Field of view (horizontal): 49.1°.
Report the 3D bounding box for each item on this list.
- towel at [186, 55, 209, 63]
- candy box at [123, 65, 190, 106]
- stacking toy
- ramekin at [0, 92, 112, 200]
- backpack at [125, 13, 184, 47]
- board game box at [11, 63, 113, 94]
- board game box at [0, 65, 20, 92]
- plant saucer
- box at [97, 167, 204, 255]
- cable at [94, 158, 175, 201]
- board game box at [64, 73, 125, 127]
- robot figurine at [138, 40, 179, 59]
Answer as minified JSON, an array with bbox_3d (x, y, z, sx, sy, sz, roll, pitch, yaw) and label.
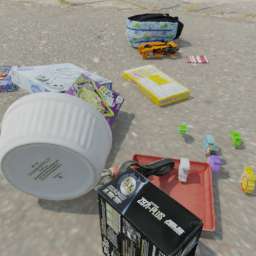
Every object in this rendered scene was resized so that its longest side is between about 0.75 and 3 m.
[{"bbox_3d":[3.201,-3.187,12.971,0.980,0.111,0.706,1,37,1],"label":"towel"},{"bbox_3d":[1.021,-1.718,10.780,1.359,0.351,2.659,-20,41,-21],"label":"candy box"},{"bbox_3d":[2.206,0.689,7.432,1.729,0.539,2.294,9,33,3],"label":"stacking toy"},{"bbox_3d":[-1.573,0.548,6.027,2.483,2.483,1.156,0,44,0],"label":"ramekin"},{"bbox_3d":[1.113,-4.998,14.187,2.555,1.964,2.084,-1,32,-37],"label":"backpack"},{"bbox_3d":[-2.358,-1.661,10.089,2.564,0.559,2.577,30,33,33],"label":"board game box"},{"bbox_3d":[-5.058,-1.982,11.175,1.196,0.304,1.766,-4,37,-5],"label":"board game box"},{"bbox_3d":[0.919,1.469,6.488,1.985,0.364,1.981,7,37,8],"label":"plant saucer"},{"bbox_3d":[0.285,1.863,4.697,0.795,1.846,1.512,-30,46,-34],"label":"box"},{"bbox_3d":[0.260,0.901,6.233,2.195,1.066,0.552,-21,46,-41],"label":"cable"},{"bbox_3d":[-1.206,-0.442,8.050,1.637,0.440,2.727,34,40,-8],"label":"board game box"},{"bbox_3d":[1.479,-3.749,13.364,1.864,0.543,1.352,-7,37,-8],"label":"robot figurine"}]
